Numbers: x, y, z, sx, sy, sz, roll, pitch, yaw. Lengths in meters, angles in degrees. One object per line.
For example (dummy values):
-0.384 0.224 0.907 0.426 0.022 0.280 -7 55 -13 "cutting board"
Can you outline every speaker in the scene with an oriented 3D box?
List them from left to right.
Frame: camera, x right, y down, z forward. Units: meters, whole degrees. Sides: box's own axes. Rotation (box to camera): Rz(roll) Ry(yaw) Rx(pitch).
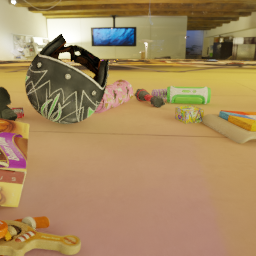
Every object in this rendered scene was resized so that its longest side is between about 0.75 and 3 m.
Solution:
2.758 -1.512 12.825 1.927 0.852 0.852 3 17 8 "speaker"

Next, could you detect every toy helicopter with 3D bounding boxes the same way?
-1.305 1.511 3.871 1.322 0.521 0.874 10 7 -4 "toy helicopter"

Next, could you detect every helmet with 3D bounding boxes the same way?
-2.041 -1.458 9.314 2.833 2.833 2.700 4 50 14 "helmet"

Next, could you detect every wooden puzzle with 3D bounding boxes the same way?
4.129 -0.164 9.009 2.674 0.498 2.474 -4 18 -12 "wooden puzzle"

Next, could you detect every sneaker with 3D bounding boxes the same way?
-4.587 -0.615 8.716 1.498 0.863 2.872 49 21 5 "sneaker"

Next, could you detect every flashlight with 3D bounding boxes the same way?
0.936 -1.378 12.793 0.626 0.628 1.848 -31 26 -11 "flashlight"

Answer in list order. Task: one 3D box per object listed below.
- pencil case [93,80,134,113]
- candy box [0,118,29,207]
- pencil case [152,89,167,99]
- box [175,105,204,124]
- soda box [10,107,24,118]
-0.794 -1.408 12.061 1.120 1.171 2.706 -30 -1 33 "pencil case"
-2.889 0.492 5.655 1.579 0.764 2.706 12 13 -21 "candy box"
1.820 -1.617 13.583 1.370 0.586 0.575 -4 18 -15 "pencil case"
2.210 -0.498 10.142 0.735 0.465 0.763 -6 19 -18 "box"
-4.522 -0.554 10.512 1.117 0.354 0.391 -4 16 -10 "soda box"
